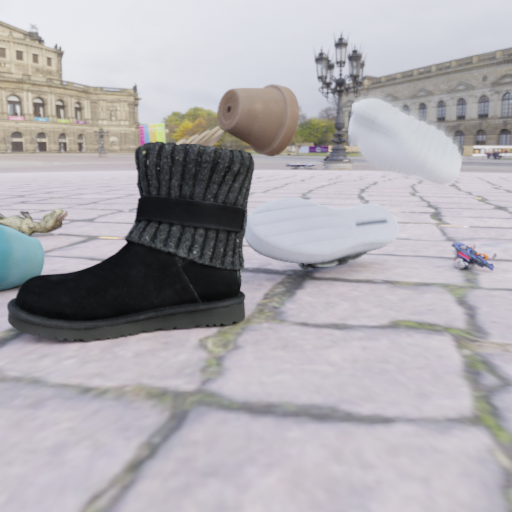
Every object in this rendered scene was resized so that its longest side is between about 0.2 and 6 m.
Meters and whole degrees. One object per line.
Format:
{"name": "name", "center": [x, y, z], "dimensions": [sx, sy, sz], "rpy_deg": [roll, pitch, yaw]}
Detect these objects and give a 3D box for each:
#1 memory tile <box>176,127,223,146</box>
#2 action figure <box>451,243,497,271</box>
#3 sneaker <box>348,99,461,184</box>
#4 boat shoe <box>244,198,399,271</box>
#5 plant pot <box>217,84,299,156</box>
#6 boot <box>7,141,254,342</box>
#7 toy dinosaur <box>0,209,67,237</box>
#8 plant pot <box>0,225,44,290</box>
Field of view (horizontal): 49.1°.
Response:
{"name": "memory tile", "center": [-1.250, -1.644, 9.623], "dimensions": [0.138, 1.262, 1.647], "rpy_deg": [46, 31, 2]}
{"name": "action figure", "center": [3.972, 0.101, 10.184], "dimensions": [0.845, 0.457, 0.874], "rpy_deg": [-15, 42, -30]}
{"name": "sneaker", "center": [2.104, -1.531, 8.122], "dimensions": [0.753, 0.793, 1.971], "rpy_deg": [-18, 48, -28]}
{"name": "boat shoe", "center": [1.089, -0.209, 9.701], "dimensions": [3.245, 1.169, 1.151], "rpy_deg": [-1, -34, -34]}
{"name": "plant pot", "center": [-0.030, -1.762, 7.011], "dimensions": [0.785, 0.900, 0.900], "rpy_deg": [5, 6, -38]}
{"name": "boot", "center": [-1.477, -0.257, 6.831], "dimensions": [2.998, 2.241, 1.128], "rpy_deg": [-4, 12, -19]}
{"name": "toy dinosaur", "center": [-6.349, -0.791, 13.415], "dimensions": [3.434, 0.815, 1.513], "rpy_deg": [1, -4, 10]}
{"name": "plant pot", "center": [-3.921, 0.038, 8.645], "dimensions": [1.114, 1.114, 1.047], "rpy_deg": [9, 1, 39]}
